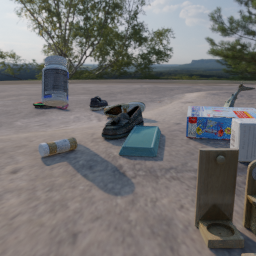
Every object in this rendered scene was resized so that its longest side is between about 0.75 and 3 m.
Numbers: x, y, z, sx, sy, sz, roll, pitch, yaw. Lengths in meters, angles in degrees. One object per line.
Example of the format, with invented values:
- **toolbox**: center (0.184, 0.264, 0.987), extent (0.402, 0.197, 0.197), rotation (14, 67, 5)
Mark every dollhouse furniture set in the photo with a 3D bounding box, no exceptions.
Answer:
- **dollhouse furniture set**: center (1.532, 0.917, 3.029), extent (1.257, 1.077, 1.321), rotation (0, 12, -1)

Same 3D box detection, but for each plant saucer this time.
- **plant saucer**: center (0.419, 0.291, 7.946), extent (0.937, 0.254, 2.680), rotation (2, 13, 9)

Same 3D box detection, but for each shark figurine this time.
- **shark figurine**: center (4.493, -0.901, 11.815), extent (0.843, 2.019, 1.207), rotation (37, -21, -2)

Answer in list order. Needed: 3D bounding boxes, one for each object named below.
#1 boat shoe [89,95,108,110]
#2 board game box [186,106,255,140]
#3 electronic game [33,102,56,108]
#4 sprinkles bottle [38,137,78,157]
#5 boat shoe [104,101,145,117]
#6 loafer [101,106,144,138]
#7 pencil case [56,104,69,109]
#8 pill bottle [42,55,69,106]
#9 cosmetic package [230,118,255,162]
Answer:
- **boat shoe**: center (-1.484, -1.367, 14.583), extent (0.749, 0.647, 2.062), rotation (2, 12, 11)
- **board game box**: center (3.129, -0.211, 9.207), extent (2.334, 0.666, 2.384), rotation (3, 13, 13)
- **electronic game**: center (-4.409, -1.294, 15.105), extent (1.386, 0.288, 1.386), rotation (0, 13, 0)
- **sprinkles bottle**: center (-1.716, 0.460, 6.926), extent (0.941, 0.321, 0.321), rotation (-11, 17, -43)
- **boat shoe**: center (-0.147, -0.733, 11.845), extent (1.780, 0.665, 0.609), rotation (-8, 14, 7)
- **loafer**: center (-0.164, -0.242, 9.163), extent (0.848, 0.743, 2.361), rotation (6, 13, 24)
- **pencil case**: center (-3.422, -1.190, 14.435), extent (0.406, 0.406, 0.929), rotation (-9, 16, -36)
- **pill bottle**: center (-2.331, -1.499, 9.002), extent (0.843, 1.481, 0.843), rotation (-1, -8, 0)
- **cosmetic package**: center (3.357, 0.269, 6.430), extent (1.827, 0.929, 0.676), rotation (0, 12, 4)
